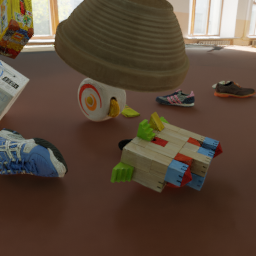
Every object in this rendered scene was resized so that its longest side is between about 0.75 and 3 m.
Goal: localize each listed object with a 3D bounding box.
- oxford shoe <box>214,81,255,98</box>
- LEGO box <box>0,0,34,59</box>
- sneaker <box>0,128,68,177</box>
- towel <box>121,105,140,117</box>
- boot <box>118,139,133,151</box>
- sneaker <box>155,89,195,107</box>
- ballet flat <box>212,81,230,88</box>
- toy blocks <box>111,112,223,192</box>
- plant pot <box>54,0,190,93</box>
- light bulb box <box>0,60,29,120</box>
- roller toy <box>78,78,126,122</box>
[{"bbox_3d":[4.768,-1.719,12.385,1.778,0.645,0.633,-1,20,-1],"label":"oxford shoe"},{"bbox_3d":[-2.504,-2.314,6.069,0.487,1.263,0.941,14,-35,-44],"label":"LEGO box"},{"bbox_3d":[-2.227,0.694,5.913,2.310,0.874,0.890,9,37,33],"label":"sneaker"},{"bbox_3d":[-0.050,-0.652,10.297,0.548,0.115,1.274,-9,23,-21],"label":"towel"},{"bbox_3d":[0.258,0.373,7.280,0.861,0.329,0.724,-10,5,19],"label":"boot"},{"bbox_3d":[1.862,-1.248,11.124,1.571,0.644,0.551,7,21,17],"label":"sneaker"},{"bbox_3d":[4.800,-2.096,13.729,1.305,0.468,0.468,16,26,38],"label":"ballet flat"},{"bbox_3d":[0.969,0.615,5.776,1.639,1.198,2.398,21,27,20],"label":"toy blocks"},{"bbox_3d":[0.023,-2.087,5.892,2.971,1.371,2.971,12,37,-9],"label":"plant pot"},{"bbox_3d":[-4.722,-1.368,8.338,2.629,1.641,2.606,35,11,-20],"label":"light bulb box"},{"bbox_3d":[-0.902,-0.972,9.255,1.114,1.594,1.454,-22,-3,-44],"label":"roller toy"}]
